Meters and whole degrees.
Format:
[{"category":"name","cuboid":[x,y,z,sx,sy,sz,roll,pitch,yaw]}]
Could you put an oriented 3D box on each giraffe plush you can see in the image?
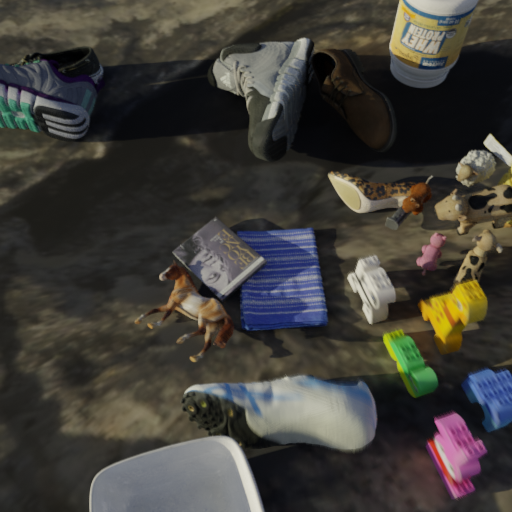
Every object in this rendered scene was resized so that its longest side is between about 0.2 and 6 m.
[{"category":"giraffe plush","cuboid":[4.980,-1.258,9.132,1.765,1.878,2.177,-17,76,-24]}]

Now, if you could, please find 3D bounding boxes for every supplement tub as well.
[{"category":"supplement tub","cuboid":[3.401,-4.437,10.955,1.396,1.930,1.396,0,57,1]}]

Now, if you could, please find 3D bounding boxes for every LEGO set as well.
[{"category":"LEGO set","cuboid":[2.604,1.212,7.655,1.325,1.426,3.474,-16,59,-11]}]

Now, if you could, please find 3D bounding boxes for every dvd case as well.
[{"category":"dvd case","cuboid":[-0.602,0.027,9.066,0.964,0.104,1.296,-40,61,-15]}]

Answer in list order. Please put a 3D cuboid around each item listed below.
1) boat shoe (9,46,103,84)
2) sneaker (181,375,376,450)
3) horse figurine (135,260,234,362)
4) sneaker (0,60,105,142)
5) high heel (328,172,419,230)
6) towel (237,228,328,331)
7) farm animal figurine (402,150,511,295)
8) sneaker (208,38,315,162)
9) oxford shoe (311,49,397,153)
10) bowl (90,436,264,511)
[{"category":"boat shoe","cuboid":[-4.327,-3.755,11.266,2.375,0.672,0.815,-11,58,-7]},{"category":"sneaker","cuboid":[0.299,2.029,7.552,2.586,0.929,0.937,4,33,6]},{"category":"horse figurine","cuboid":[-0.967,0.871,8.414,1.744,0.435,1.156,26,51,26]},{"category":"sneaker","cuboid":[-4.550,-3.214,10.669,3.181,1.184,1.392,17,62,-1]},{"category":"high heel","cuboid":[2.109,-1.209,9.754,1.557,0.556,1.110,37,61,15]},{"category":"towel","cuboid":[0.380,0.330,8.939,1.337,0.220,1.846,-3,57,-3]},{"category":"farm animal figurine","cuboid":[3.290,-0.559,8.685,1.942,1.024,1.964,-28,74,-3]},{"category":"sneaker","cuboid":[-0.119,-3.031,10.616,1.936,1.258,3.353,10,48,12]},{"category":"oxford shoe","cuboid":[1.703,-2.877,10.388,1.056,0.909,2.501,-5,55,-35]},{"category":"bowl","cuboid":[-0.871,3.358,6.697,1.992,0.745,1.995,-13,58,-8]}]
